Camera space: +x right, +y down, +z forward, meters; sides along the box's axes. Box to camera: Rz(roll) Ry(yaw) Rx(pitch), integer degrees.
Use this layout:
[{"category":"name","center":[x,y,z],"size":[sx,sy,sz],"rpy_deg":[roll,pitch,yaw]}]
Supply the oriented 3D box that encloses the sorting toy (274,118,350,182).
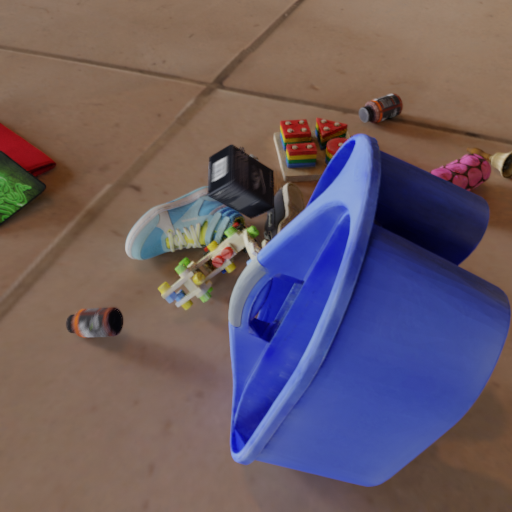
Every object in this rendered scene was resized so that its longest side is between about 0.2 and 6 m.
[{"category":"sorting toy","center":[1.487,-2.652,13.467],"size":[1.894,0.663,1.906],"rpy_deg":[-4,44,-5]}]

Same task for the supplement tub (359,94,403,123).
[{"category":"supplement tub","center":[3.272,-3.864,14.784],"size":[1.126,0.602,0.602],"rpy_deg":[-23,48,-23]}]

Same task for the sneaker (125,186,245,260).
[{"category":"sneaker","center":[-1.237,-0.412,10.962],"size":[2.391,0.951,1.561],"rpy_deg":[-36,55,-28]}]

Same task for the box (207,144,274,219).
[{"category":"box","center":[-0.273,-1.400,10.743],"size":[0.642,1.232,0.911],"rpy_deg":[-23,55,37]}]

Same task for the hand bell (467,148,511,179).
[{"category":"hand bell","center":[5.556,-2.355,13.376],"size":[0.660,0.660,1.267],"rpy_deg":[-24,36,-23]}]

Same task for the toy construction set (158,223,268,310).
[{"category":"toy construction set","center":[-0.595,0.119,9.845],"size":[2.147,0.989,1.408],"rpy_deg":[-22,11,19]}]

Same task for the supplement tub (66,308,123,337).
[{"category":"supplement tub","center":[-2.772,1.139,9.562],"size":[0.927,0.496,0.496],"rpy_deg":[-5,41,22]}]

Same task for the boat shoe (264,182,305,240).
[{"category":"boat shoe","center":[0.549,-0.521,11.438],"size":[0.709,0.822,2.261],"rpy_deg":[-29,38,34]}]

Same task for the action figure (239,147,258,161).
[{"category":"action figure","center":[-0.420,-1.995,12.767],"size":[0.852,0.731,1.433],"rpy_deg":[-2,41,-17]}]

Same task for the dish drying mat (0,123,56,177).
[{"category":"dish drying mat","center":[-6.576,-2.743,13.798],"size":[3.709,0.338,1.425],"rpy_deg":[33,52,29]}]

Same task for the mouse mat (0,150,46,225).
[{"category":"mouse mat","center":[-5.836,-1.458,12.362],"size":[2.102,0.079,1.692],"rpy_deg":[34,66,26]}]

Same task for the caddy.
[{"category":"caddy","center":[0.914,0.800,7.222],"size":[2.515,4.792,3.387],"rpy_deg":[19,44,-5]}]

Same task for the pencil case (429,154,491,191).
[{"category":"pencil case","center":[4.328,-1.712,12.436],"size":[1.779,0.807,0.833],"rpy_deg":[-23,47,-25]}]
